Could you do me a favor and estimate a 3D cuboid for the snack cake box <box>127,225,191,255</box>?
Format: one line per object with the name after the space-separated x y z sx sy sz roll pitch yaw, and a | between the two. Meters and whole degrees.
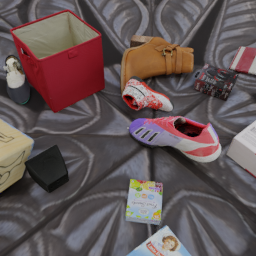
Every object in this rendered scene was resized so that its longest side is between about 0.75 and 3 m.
0.895 3.194 4.666 1.488 0.869 2.587 -30 57 -21 | snack cake box

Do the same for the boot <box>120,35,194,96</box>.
0.953 -1.926 9.010 2.201 1.087 2.835 13 45 5 | boot

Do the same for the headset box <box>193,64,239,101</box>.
2.712 -1.476 8.853 1.226 0.460 0.911 25 54 19 | headset box

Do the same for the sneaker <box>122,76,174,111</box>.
0.548 -0.722 7.914 1.558 0.520 0.835 35 55 -12 | sneaker

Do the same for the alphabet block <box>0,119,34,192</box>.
-3.048 0.642 6.113 1.243 1.236 1.266 29 23 8 | alphabet block

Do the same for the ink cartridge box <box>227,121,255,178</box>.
3.665 0.406 7.068 1.827 0.771 1.323 -32 57 -24 | ink cartridge box

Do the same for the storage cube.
-1.959 -1.998 8.331 2.163 1.944 1.849 -31 56 -24 | storage cube

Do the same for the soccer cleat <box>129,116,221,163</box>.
1.006 0.034 6.900 2.614 0.956 0.891 18 53 42 | soccer cleat

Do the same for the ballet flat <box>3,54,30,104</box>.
-3.566 -1.628 8.827 0.745 0.745 2.039 -14 52 -12 | ballet flat

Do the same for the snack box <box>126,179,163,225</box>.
0.376 1.657 6.328 0.770 0.309 0.913 5 52 4 | snack box

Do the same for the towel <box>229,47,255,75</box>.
4.538 -2.201 9.487 1.847 0.210 1.330 19 56 26 | towel

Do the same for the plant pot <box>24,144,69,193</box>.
-1.826 1.029 6.592 0.824 0.826 0.733 -31 70 -24 | plant pot
